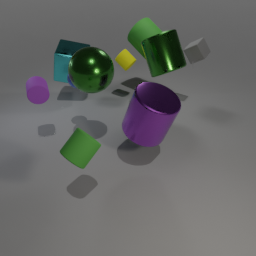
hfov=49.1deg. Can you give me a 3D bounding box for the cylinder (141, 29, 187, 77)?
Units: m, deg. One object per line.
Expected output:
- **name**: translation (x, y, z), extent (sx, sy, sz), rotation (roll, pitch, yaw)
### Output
- **cylinder**: translation (1.353, -2.800, 10.600), extent (1.400, 1.400, 1.400), rotation (-19, 10, 3)

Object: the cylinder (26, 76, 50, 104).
- **cylinder**: translation (-2.986, -1.251, 9.243), extent (0.700, 0.700, 0.700), rotation (-10, 38, -16)

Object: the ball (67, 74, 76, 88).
- **ball**: translation (-1.793, -1.753, 9.891), extent (0.700, 0.700, 0.700), rotation (0, 31, 0)

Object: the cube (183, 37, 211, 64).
- **cube**: translation (2.871, -3.203, 11.631), extent (0.700, 0.700, 0.700), rotation (-12, 28, 48)

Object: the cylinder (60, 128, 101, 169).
- **cylinder**: translation (-1.098, 0.468, 6.502), extent (0.700, 0.700, 0.700), rotation (34, 85, 43)

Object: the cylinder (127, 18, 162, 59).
- **cylinder**: translation (0.931, -4.101, 13.002), extent (1.400, 1.400, 1.400), rotation (49, 48, 10)

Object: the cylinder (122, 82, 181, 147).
- **cylinder**: translation (0.663, -0.398, 8.302), extent (1.400, 1.400, 1.400), rotation (12, 43, -12)

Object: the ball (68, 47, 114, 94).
- **ball**: translation (-1.117, -1.757, 8.553), extent (1.400, 1.400, 1.400), rotation (0, 31, 0)

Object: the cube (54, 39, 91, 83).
- **cube**: translation (-2.537, -2.978, 12.740), extent (1.400, 1.400, 1.400), rotation (9, 43, -7)

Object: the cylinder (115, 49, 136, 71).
- **cylinder**: translation (-0.108, -3.059, 12.611), extent (0.700, 0.700, 0.700), rotation (45, 39, -2)
